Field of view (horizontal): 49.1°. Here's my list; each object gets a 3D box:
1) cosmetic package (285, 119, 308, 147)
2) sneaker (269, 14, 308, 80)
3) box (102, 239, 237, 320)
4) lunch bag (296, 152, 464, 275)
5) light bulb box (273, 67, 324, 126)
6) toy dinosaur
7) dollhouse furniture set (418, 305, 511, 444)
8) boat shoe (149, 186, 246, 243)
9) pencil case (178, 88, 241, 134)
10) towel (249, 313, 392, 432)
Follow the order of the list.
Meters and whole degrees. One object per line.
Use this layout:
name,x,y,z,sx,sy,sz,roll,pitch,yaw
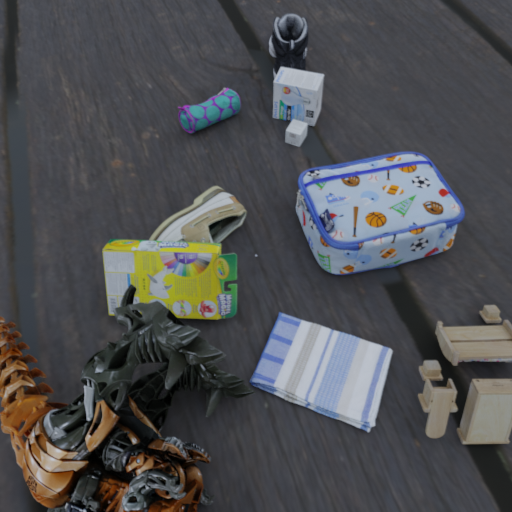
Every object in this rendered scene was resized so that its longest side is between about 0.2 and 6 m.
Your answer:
cosmetic package,1.008,-3.079,14.025,0.406,0.404,0.485,21,56,15
sneaker,0.940,-6.077,15.521,1.088,1.641,2.883,-2,53,-1
box,-1.580,0.448,10.662,2.470,1.449,0.597,3,25,3
lunch bag,2.469,-1.043,11.987,3.289,1.243,2.636,-10,52,-9
light bulb box,1.060,-4.068,14.314,1.147,1.137,0.716,14,53,12
toy dinosaur,-2.183,2.681,8.405,5.724,2.924,3.885,40,77,2
dollhouse furniture set,3.703,2.059,10.143,2.096,1.200,2.457,0,29,-2
boat shoe,-1.283,-0.402,11.615,0.918,1.003,2.684,32,62,21
pencil case,-1.187,-3.719,14.277,1.568,0.725,0.667,-32,29,-26
towel,1.221,2.031,10.227,2.318,0.276,1.702,18,54,13
